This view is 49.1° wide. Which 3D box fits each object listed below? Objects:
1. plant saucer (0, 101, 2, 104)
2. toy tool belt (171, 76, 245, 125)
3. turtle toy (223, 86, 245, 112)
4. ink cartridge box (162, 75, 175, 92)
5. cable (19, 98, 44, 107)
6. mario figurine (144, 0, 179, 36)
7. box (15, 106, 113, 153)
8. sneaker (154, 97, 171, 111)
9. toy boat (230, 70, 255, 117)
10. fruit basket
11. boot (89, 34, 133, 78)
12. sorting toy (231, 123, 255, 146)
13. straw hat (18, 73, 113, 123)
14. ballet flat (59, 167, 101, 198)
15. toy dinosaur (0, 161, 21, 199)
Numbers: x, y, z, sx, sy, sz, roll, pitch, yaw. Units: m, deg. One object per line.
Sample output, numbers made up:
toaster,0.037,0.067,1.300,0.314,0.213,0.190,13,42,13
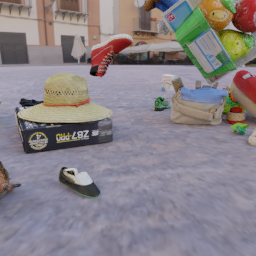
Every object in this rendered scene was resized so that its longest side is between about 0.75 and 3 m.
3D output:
plant saucer,-5.381,-0.378,8.036,2.589,0.621,2.593,-1,9,-3
toy tool belt,2.459,-0.856,8.606,2.304,1.416,1.439,2,15,6
turtle toy,3.630,-1.038,10.257,1.304,0.904,1.789,7,17,26
ink cartridge box,2.269,-2.539,15.796,0.379,0.898,0.656,-14,21,-42
cable,-2.778,-0.768,9.888,1.902,0.592,2.331,-9,17,-29
mario figurine,1.766,-3.219,8.764,2.686,1.424,1.658,29,27,-14
box,-1.824,-0.139,7.481,2.090,0.637,2.593,-9,17,-24
sneaker,1.363,-0.987,10.877,0.451,0.492,1.155,7,16,24
toy boat,4.744,-1.379,8.653,2.927,1.913,1.910,1,39,-16
fruit basket,2.459,-2.398,6.421,2.575,2.385,1.207,-27,35,30
boot,-0.575,-2.317,9.300,1.724,1.244,0.624,-13,-26,37
sorting toy,3.462,0.172,7.030,1.809,0.266,1.337,9,18,29
straw hat,-1.553,-0.865,7.084,2.379,1.007,2.379,1,15,0
ballet flat,-0.813,0.838,4.492,0.920,0.315,0.313,12,19,37
toy dinosaur,-2.058,0.914,3.614,1.122,0.711,1.656,3,20,-13
